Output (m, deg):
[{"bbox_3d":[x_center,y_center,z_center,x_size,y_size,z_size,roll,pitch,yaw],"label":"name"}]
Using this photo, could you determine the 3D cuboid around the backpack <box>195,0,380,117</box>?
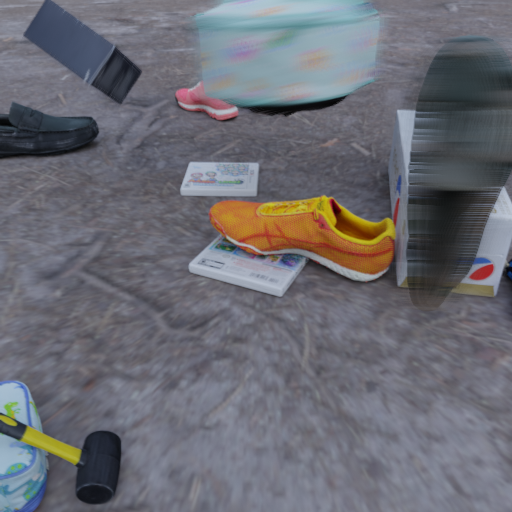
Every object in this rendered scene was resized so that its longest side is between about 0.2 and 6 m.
[{"bbox_3d":[0.511,-3.514,9.058,2.740,2.390,3.117,9,34,19],"label":"backpack"}]

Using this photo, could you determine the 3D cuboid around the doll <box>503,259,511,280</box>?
[{"bbox_3d":[4.229,0.231,8.693,1.055,0.256,0.720,14,46,19],"label":"doll"}]

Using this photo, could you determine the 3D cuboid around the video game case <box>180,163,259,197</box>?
[{"bbox_3d":[-0.726,-1.610,11.667,1.521,0.180,1.384,1,32,2],"label":"video game case"}]

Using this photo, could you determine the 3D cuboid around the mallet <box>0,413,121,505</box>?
[{"bbox_3d":[-2.123,1.638,5.337,2.000,0.412,0.659,40,23,-21],"label":"mallet"}]

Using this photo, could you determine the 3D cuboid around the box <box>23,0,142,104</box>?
[{"bbox_3d":[-2.893,-3.426,9.530,1.443,0.751,1.314,36,6,5],"label":"box"}]

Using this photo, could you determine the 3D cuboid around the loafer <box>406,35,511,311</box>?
[{"bbox_3d":[1.981,-0.653,5.605,1.012,2.816,0.886,12,39,22],"label":"loafer"}]

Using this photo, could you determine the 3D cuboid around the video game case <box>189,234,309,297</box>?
[{"bbox_3d":[-0.037,0.033,9.081,1.604,0.190,1.460,14,34,21],"label":"video game case"}]

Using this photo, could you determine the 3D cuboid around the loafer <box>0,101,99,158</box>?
[{"bbox_3d":[-5.334,-2.923,12.794,3.332,1.170,1.131,-8,33,-13],"label":"loafer"}]

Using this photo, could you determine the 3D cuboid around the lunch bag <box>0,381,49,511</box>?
[{"bbox_3d":[-2.995,2.012,5.478,1.751,0.722,1.407,-14,37,-21],"label":"lunch bag"}]

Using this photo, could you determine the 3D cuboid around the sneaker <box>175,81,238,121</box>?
[{"bbox_3d":[-1.354,-4.455,15.384,2.267,0.983,0.835,25,40,35],"label":"sneaker"}]

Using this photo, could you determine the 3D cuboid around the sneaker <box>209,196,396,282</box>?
[{"bbox_3d":[0.716,-0.535,8.814,2.980,1.149,1.087,12,37,9],"label":"sneaker"}]

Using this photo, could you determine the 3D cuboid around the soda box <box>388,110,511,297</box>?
[{"bbox_3d":[3.199,-1.167,9.827,1.512,1.413,4.439,5,33,8],"label":"soda box"}]
